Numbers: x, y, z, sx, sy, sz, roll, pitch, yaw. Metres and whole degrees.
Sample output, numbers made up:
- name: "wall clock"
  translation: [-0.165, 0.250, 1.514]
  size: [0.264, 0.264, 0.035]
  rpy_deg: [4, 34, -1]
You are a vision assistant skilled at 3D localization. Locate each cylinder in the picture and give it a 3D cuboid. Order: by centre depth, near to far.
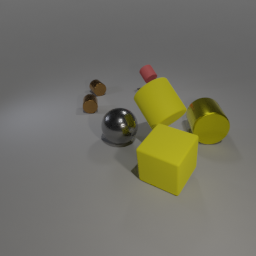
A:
- name: "cylinder"
  translation: [1.134, -0.834, 9.973]
  size: [1.400, 1.400, 1.400]
  rpy_deg: [-21, 73, -32]
- name: "cylinder"
  translation: [3.115, -0.301, 11.053]
  size: [1.400, 1.400, 1.400]
  rpy_deg: [0, 30, 0]
- name: "cylinder"
  translation: [-1.774, -1.145, 13.178]
  size: [0.700, 0.700, 0.700]
  rpy_deg: [-3, 31, -6]
- name: "cylinder"
  translation: [1.050, -2.789, 14.492]
  size: [0.700, 0.700, 0.700]
  rpy_deg: [-17, 66, -27]
- name: "cylinder"
  translation: [-1.601, -2.139, 14.860]
  size: [0.700, 0.700, 0.700]
  rpy_deg: [-15, 34, -24]

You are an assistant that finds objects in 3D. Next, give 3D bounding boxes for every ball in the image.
- name: "ball"
  translation: [-0.316, -0.077, 10.706]
  size: [1.400, 1.400, 1.400]
  rpy_deg: [0, 31, 0]

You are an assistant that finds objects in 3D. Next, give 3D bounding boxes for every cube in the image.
- name: "cube"
  translation: [1.242, 0.949, 8.727]
  size: [1.400, 1.400, 1.400]
  rpy_deg: [19, 47, 29]
